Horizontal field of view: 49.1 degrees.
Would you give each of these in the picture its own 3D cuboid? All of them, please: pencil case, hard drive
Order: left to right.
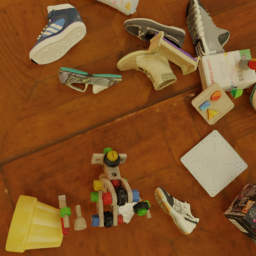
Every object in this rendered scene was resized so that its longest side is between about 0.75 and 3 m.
[{"bbox_3d":[-0.915,-5.846,11.831,2.904,1.207,1.317,20,96,4],"label":"pencil case"},{"bbox_3d":[-0.035,2.999,10.713,0.740,0.200,1.059,32,82,6],"label":"hard drive"}]

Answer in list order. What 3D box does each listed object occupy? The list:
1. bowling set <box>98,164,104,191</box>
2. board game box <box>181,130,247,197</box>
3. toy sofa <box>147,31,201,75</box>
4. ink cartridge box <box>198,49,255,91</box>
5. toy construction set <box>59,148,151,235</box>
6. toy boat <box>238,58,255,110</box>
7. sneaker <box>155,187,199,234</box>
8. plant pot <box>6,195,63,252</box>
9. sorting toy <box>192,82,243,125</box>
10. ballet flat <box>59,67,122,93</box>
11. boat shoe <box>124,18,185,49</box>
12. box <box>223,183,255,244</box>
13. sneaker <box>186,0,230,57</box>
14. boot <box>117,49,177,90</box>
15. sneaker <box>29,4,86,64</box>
[{"bbox_3d":[-0.599,1.942,10.556,1.118,0.862,1.606,5,81,2],"label":"bowling set"},{"bbox_3d":[3.342,1.369,10.986,1.890,0.245,1.890,-39,82,-6],"label":"board game box"},{"bbox_3d":[1.865,-3.043,11.114,2.004,0.830,0.978,26,74,-21],"label":"toy sofa"},{"bbox_3d":[3.964,-2.252,11.339,1.944,0.851,1.413,-9,80,-2],"label":"ink cartridge box"},{"bbox_3d":[-0.982,2.038,9.487,2.966,2.474,2.279,-17,56,-1],"label":"toy construction set"},{"bbox_3d":[5.244,-1.846,10.909,2.437,1.132,2.049,42,82,-32],"label":"toy boat"},{"bbox_3d":[1.831,2.945,10.528,0.883,0.762,2.015,-37,89,-16],"label":"sneaker"},{"bbox_3d":[-3.162,3.442,9.911,1.746,1.855,1.855,13,79,-14],"label":"plant pot"},{"bbox_3d":[3.565,-1.114,10.930,1.813,0.267,1.340,-41,110,11],"label":"sorting toy"},{"bbox_3d":[-1.538,-1.875,11.376,2.584,0.930,0.930,8,80,2],"label":"ballet flat"},{"bbox_3d":[1.081,-3.883,11.636,2.631,0.879,0.750,11,75,-2],"label":"boat shoe"},{"bbox_3d":[5.218,3.435,9.759,2.884,1.906,1.655,43,78,7],"label":"box"},{"bbox_3d":[3.422,-4.223,11.759,1.548,1.006,2.681,-8,83,-12],"label":"sneaker"},{"bbox_3d":[0.767,-2.282,11.372,2.132,0.776,1.657,-17,76,-10],"label":"boot"},{"bbox_3d":[-3.155,-4.057,11.707,2.676,1.078,1.960,-33,65,5],"label":"sneaker"}]
